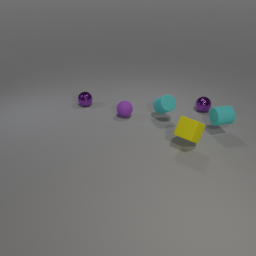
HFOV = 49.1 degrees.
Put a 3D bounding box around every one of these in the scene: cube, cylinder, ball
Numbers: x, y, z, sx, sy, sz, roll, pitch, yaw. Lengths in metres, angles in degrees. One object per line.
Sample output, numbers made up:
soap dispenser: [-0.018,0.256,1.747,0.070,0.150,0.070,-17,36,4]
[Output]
cube: [2.120,0.059,9.643,0.700,0.700,0.700,23,4,35]
cylinder: [3.534,-0.467,10.542,0.700,0.700,0.700,-7,29,-12]
ball: [-0.143,-0.831,12.116,0.700,0.700,0.700,0,29,0]
cylinder: [1.515,-0.985,11.654,0.700,0.700,0.700,-14,1,-24]
ball: [3.400,-1.068,12.632,0.700,0.700,0.700,0,29,0]
ball: [-2.015,-1.364,13.173,0.700,0.700,0.700,0,29,0]
